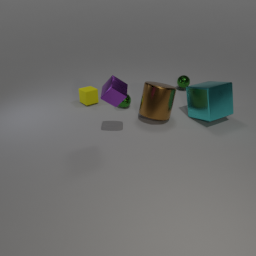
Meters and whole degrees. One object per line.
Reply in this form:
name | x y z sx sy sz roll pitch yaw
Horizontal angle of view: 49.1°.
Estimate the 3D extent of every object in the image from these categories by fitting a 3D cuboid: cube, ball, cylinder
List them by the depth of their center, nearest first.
cube | -0.497 -1.328 10.175 0.700 0.700 0.700 28 42 -25
cube | 3.551 -1.210 12.201 1.400 1.400 1.400 -16 18 -25
cylinder | 1.278 -1.200 12.209 1.400 1.400 1.400 10 17 -3
ball | -0.197 -1.319 13.400 0.700 0.700 0.700 0 30 0
cube | -1.936 -1.597 13.778 0.700 0.700 0.700 -19 31 -33
ball | 3.013 -2.510 15.197 0.700 0.700 0.700 0 30 0
